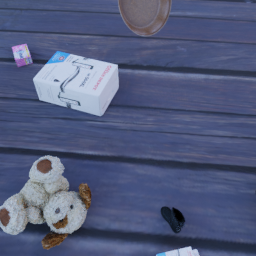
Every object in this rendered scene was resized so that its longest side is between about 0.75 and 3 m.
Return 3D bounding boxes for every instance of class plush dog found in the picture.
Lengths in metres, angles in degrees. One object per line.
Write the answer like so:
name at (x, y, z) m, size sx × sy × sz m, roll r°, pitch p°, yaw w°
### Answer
plush dog at (-1.805, 1.867, 6.788) m, size 1.676 × 1.566 × 1.952 m, roll 34°, pitch 78°, yaw 7°

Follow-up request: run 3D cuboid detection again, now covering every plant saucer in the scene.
plant saucer at (0.511, -4.297, 9.470) m, size 2.277 × 2.277 × 0.417 m, roll -31°, pitch 31°, yaw -24°

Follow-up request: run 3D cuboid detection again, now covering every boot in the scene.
boot at (1.086, 2.131, 6.804) m, size 0.292 × 0.646 × 0.789 m, roll -20°, pitch 52°, yaw -17°

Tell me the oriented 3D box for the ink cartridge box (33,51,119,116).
ink cartridge box at (-1.710, -1.590, 9.764) m, size 2.402 × 1.013 × 1.754 m, roll 14°, pitch 51°, yaw 12°

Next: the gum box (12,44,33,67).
gum box at (-4.309, -2.986, 11.403) m, size 0.598 × 0.349 × 1.054 m, roll -19°, pitch 52°, yaw -14°

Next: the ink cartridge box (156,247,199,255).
ink cartridge box at (1.184, 3.033, 6.227) m, size 1.019 × 0.340 × 0.590 m, roll -10°, pitch 50°, yaw -8°
